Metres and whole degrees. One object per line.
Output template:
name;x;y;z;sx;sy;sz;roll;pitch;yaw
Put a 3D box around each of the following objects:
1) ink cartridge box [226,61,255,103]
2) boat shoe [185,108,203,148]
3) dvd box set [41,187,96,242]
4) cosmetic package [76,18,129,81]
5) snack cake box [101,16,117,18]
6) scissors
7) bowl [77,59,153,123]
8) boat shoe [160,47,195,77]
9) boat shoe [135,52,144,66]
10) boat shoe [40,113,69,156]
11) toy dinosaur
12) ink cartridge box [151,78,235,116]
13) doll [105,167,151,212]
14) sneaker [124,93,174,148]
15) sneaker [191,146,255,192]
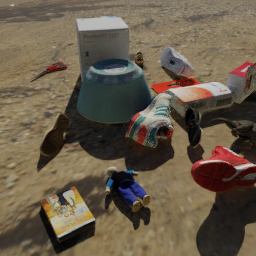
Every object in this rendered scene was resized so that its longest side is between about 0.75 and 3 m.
ink cartridge box;4.564;-1.987;10.999;0.696;1.457;1.660;26;41;33
boat shoe;1.952;-0.022;8.522;0.443;0.517;1.414;30;45;-21
dvd box set;-1.375;1.906;6.350;0.869;0.175;1.188;-19;38;-25
cosmetic package;-1.108;-3.285;12.060;2.023;2.418;2.011;-6;34;-9
snack cake box;-1.176;-4.969;15.311;0.933;1.598;2.778;1;34;2
scissors;-3.881;-2.715;13.310;0.827;0.157;2.260;28;44;32
bowl;-0.507;-1.543;10.242;2.900;1.517;2.900;-2;33;1
boat shoe;2.379;-3.117;13.372;0.918;0.933;2.630;16;23;-26
boat shoe;0.552;-3.510;14.173;0.464;0.453;1.226;-1;34;-1
boat shoe;-2.313;0.244;8.586;0.531;0.587;1.647;-23;31;31
toy dinosaur;3.811;0.158;8.515;2.550;0.981;1.304;4;18;26
ink cartridge box;2.462;-1.560;11.091;2.227;0.688;2.746;-12;38;-18
doll;-0.111;1.414;6.926;0.993;0.353;1.456;-24;40;-23
sneaker;1.004;-0.208;9.067;1.217;0.917;2.603;33;42;15
sneaker;2.224;0.973;7.123;2.092;0.820;1.208;10;17;-27
